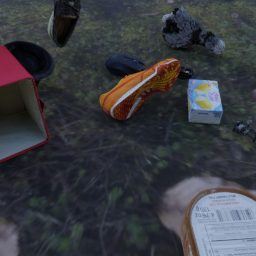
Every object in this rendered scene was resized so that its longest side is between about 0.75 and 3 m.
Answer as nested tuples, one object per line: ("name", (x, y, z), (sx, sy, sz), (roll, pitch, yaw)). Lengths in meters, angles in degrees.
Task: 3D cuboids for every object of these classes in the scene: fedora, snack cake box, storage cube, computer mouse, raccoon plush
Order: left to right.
("storage cube", (-3.141, -0.498, 6.319), (2.118, 1.810, 1.904), (-26, 47, -26))
("fedora", (-3.000, -1.792, 8.271), (1.700, 0.777, 1.700), (11, 49, -13))
("computer mouse", (0.631, -1.974, 8.862), (2.869, 0.488, 0.841), (8, 41, 12))
("raccoon plush", (2.400, -3.582, 10.637), (2.636, 1.275, 1.766), (39, 36, 2))
("snack cake box", (2.047, -0.737, 7.577), (0.795, 0.464, 1.382), (4, 43, 6))

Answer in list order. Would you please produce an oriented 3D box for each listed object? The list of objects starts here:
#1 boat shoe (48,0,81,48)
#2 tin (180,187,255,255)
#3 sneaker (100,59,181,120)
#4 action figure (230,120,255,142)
("boat shoe", (-1.913, -3.805, 8.969), (0.984, 2.689, 0.872), (-10, 57, -30))
("tin", (1.769, 2.202, 4.260), (1.657, 0.620, 2.960), (-6, 42, 0))
("sneaker", (0.371, -1.251, 7.620), (2.619, 0.956, 1.010), (-32, 48, -22))
("action figure", (2.857, -0.004, 6.836), (0.447, 0.384, 0.752), (-34, 53, -18))
